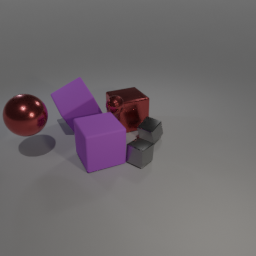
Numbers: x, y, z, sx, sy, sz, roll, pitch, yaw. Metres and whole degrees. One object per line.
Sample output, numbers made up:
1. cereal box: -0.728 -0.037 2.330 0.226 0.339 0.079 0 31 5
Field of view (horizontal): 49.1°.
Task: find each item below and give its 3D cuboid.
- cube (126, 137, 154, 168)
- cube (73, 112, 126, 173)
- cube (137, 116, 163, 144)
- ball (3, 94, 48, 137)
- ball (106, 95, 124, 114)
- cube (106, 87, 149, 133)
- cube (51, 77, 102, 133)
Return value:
1. cube: 0.411 0.846 9.693 0.700 0.700 0.700 21 31 32
2. cube: -0.979 0.451 9.681 1.400 1.400 1.400 -12 32 -22
3. cube: 0.870 0.091 10.916 0.700 0.700 0.700 21 53 32
4. ball: -3.350 -0.418 9.185 1.400 1.400 1.400 0 29 0
5. ball: -0.480 -0.859 10.415 0.700 0.700 0.700 0 29 0
6. cube: -0.035 -0.773 11.898 1.400 1.400 1.400 -13 32 -21
7. cube: -2.025 -0.894 11.350 1.400 1.400 1.400 -32 55 -5
